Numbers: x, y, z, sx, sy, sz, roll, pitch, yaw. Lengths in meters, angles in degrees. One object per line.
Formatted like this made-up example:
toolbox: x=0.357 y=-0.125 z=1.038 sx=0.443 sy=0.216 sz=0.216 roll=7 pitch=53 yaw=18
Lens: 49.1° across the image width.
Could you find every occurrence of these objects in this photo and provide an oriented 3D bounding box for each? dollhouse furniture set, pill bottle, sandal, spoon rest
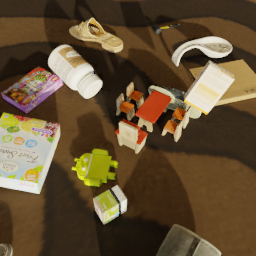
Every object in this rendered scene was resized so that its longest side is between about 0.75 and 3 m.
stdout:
dollhouse furniture set: x=0.640 y=-0.429 z=9.537 sx=2.446 sy=1.260 sz=2.419 roll=25 pitch=55 yaw=19
pill bottle: x=-2.012 y=-2.158 z=10.856 sx=1.180 sy=1.180 sz=2.064 roll=-38 pitch=74 yaw=-26
sandal: x=-1.521 y=-4.615 z=13.085 sx=3.109 sy=1.023 sz=1.140 roll=30 pitch=57 yaw=22
spoon rest: x=3.293 y=-3.469 z=12.294 sx=2.752 sy=0.834 sz=1.367 roll=-18 pitch=53 yaw=-13

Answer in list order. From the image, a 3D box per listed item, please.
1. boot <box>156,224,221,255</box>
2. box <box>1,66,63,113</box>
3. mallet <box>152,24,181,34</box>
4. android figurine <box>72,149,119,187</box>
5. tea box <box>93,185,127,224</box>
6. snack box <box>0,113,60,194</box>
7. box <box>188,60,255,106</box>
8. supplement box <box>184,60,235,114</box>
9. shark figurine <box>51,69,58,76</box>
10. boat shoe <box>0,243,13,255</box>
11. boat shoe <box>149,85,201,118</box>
boot: x=1.350 y=3.928 z=6.336 sx=2.495 sy=0.996 sz=2.744 roll=35 pitch=52 yaw=23
box: x=-3.736 y=-1.557 z=11.012 sx=1.343 sy=0.384 sz=1.963 roll=29 pitch=56 yaw=21
mallet: x=1.974 y=-4.959 z=13.875 sx=1.541 sy=0.317 sz=0.508 roll=-10 pitch=51 yaw=-13
android figurine: x=-1.029 y=1.235 z=8.828 sx=1.426 sy=0.293 sz=1.298 roll=9 pitch=52 yaw=5
tea box: x=-0.488 y=2.132 z=7.763 sx=0.779 sy=0.792 sz=0.529 roll=-26 pitch=55 yaw=-19
snack box: x=-3.360 y=0.733 z=8.780 sx=1.916 sy=0.769 sz=2.272 roll=11 pitch=52 yaw=-2
box: x=4.021 y=-1.891 z=11.363 sx=2.536 sy=0.270 sz=2.073 roll=-12 pitch=51 yaw=-9
supplement box: x=2.471 y=-1.240 z=8.649 sx=0.876 sy=1.389 sz=0.511 roll=30 pitch=32 yaw=-3
shark figurine: x=-2.847 y=-2.380 z=11.659 sx=1.112 sy=0.464 sz=0.664 roll=14 pitch=54 yaw=13
boat shoe: x=-3.843 y=3.613 z=6.655 sx=0.760 sy=0.648 sz=2.273 roll=37 pitch=60 yaw=26
boat shoe: x=1.817 y=-1.140 z=10.427 sx=2.128 sy=0.795 sz=0.706 roll=25 pitch=54 yaw=18
